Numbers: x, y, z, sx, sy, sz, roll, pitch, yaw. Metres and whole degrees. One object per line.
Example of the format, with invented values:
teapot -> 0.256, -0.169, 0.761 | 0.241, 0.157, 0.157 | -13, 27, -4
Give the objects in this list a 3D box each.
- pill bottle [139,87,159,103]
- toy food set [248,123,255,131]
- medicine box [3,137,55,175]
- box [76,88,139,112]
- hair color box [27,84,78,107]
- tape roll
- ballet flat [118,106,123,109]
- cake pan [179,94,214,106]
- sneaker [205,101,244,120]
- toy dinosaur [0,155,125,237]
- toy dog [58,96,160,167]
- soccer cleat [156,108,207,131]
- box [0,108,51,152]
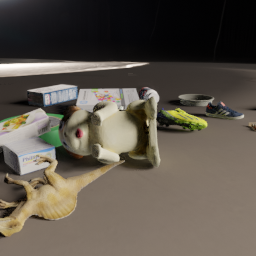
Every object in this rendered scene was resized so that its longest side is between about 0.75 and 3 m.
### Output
pill bottle -> 1.149, -1.725, 15.163 | 0.796, 0.796, 1.331 | -5, 18, -17
toy food set -> 5.040, -0.078, 10.724 | 0.556, 0.234, 0.775 | 0, 17, 0
medicine box -> -2.661, 0.711, 7.552 | 1.000, 0.565, 1.098 | -14, 23, -40
box -> -0.950, -1.301, 13.579 | 2.906, 0.598, 2.265 | -2, 27, -3
hair color box -> -4.142, -1.847, 15.596 | 1.279, 0.774, 2.558 | 11, 20, 31
tape roll -> -3.153, 0.080, 9.580 | 2.475, 0.595, 2.475 | 0, 17, 0
ballet flat -> -0.353, -0.733, 12.158 | 0.328, 0.328, 0.946 | -3, -11, -11
cake pan -> 3.693, -1.512, 15.242 | 1.890, 0.347, 1.890 | 0, 17, 0
sneaker -> 4.245, -0.811, 12.339 | 1.657, 0.700, 0.621 | 10, 20, 29
toy dinosaur -> -1.534, 1.268, 5.823 | 1.468, 0.845, 2.904 | 32, 40, 33
toy dog -> -0.609, -0.002, 7.859 | 2.645, 1.846, 2.565 | -4, 15, -4
soccer cleat -> 2.022, -0.401, 10.567 | 1.963, 0.635, 0.821 | 9, 63, 27
box -> -3.567, 0.283, 7.704 | 2.895, 0.600, 0.560 | -27, 49, -30
